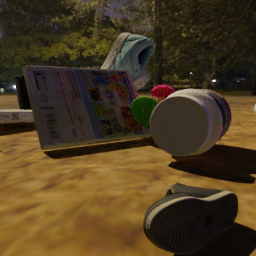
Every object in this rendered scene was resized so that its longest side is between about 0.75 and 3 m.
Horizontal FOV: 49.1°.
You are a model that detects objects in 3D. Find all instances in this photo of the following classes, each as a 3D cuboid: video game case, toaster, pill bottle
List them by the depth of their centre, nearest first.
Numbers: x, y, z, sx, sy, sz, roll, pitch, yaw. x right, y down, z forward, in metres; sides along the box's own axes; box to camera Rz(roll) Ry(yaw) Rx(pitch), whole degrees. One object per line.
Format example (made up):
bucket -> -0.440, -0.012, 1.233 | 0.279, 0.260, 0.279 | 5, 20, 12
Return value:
pill bottle -> 1.084, -0.122, 4.649 | 1.044, 1.044, 1.802 | 4, 9, 26
video game case -> -0.725, -0.473, 5.594 | 2.337, 1.673, 0.211 | -6, -25, -34
video game case -> -3.675, -0.388, 8.289 | 2.975, 0.340, 2.707 | 4, 6, 36
toaster -> -3.631, -1.334, 11.447 | 1.647, 1.822, 1.081 | -12, 10, -25

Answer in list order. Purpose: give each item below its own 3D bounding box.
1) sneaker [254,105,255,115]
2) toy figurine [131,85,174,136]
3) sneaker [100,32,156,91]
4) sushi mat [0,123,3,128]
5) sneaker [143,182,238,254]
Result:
sneaker -> 5.396, -0.538, 8.591 | 2.726, 0.995, 0.965 | -9, 17, 2
toy figurine -> 0.691, -0.445, 5.815 | 0.786, 1.047, 0.964 | -8, 31, 41
sneaker -> -0.079, -1.223, 7.192 | 1.150, 2.807, 1.037 | 14, -11, 27
sushi mat -> -4.882, -0.081, 7.517 | 2.952, 0.179, 1.412 | 4, 8, 30
sneaker -> 0.351, 0.619, 2.052 | 0.960, 0.359, 0.510 | 6, -3, -43
